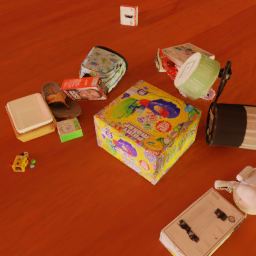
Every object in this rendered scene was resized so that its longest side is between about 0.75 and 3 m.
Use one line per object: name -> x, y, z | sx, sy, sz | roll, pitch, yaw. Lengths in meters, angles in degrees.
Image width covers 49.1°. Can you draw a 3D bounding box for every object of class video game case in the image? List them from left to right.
video game case -> 2.744, -3.466, 13.229 | 1.776, 0.231, 1.951 | -19, 40, -20

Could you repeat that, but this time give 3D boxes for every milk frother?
milk frother -> 4.051, -0.686, 9.369 | 2.459, 2.615, 2.360 | 6, 47, 5

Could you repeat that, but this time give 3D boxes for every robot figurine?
robot figurine -> 3.759, 1.836, 8.183 | 1.711, 0.966, 1.451 | -35, 88, -28

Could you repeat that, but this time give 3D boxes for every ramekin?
ramekin -> 2.243, -1.764, 9.340 | 0.744, 1.524, 1.524 | 31, 47, -15

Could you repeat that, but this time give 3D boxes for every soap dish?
soap dish -> -3.575, -0.390, 10.361 | 1.426, 0.736, 1.813 | -22, 52, -19

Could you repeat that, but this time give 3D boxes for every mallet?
mallet -> -1.222, -1.598, 10.717 | 1.264, 0.260, 0.416 | 38, 43, -19

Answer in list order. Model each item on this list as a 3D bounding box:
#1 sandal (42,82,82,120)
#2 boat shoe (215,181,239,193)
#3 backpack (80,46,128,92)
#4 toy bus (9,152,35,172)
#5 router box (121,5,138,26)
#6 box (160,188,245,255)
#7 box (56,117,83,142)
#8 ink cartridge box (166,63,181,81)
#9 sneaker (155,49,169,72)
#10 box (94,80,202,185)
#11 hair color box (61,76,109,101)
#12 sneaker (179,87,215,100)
sandal -> -2.722, -1.215, 10.979 | 1.091, 0.729, 2.669 | -25, 48, -16
boat shoe -> 3.102, 1.835, 8.641 | 0.803, 0.297, 0.343 | 5, 48, 7
backpack -> -1.157, -2.396, 11.745 | 1.847, 1.741, 2.264 | 26, 65, 4
toy bus -> -3.534, 1.071, 9.270 | 0.711, 0.390, 0.754 | -34, 57, -27
router box -> 0.066, -6.211, 15.462 | 0.912, 1.017, 0.248 | 11, 48, 11
box -> 2.001, 2.728, 7.605 | 2.066, 0.621, 1.205 | -32, 55, -26
box -> -2.140, 0.052, 10.210 | 0.784, 0.379, 0.692 | -17, 52, -14
ink cartridge box -> 2.440, -2.518, 12.605 | 1.107, 0.281, 1.257 | -17, 50, -16
sneaker -> 1.615, -3.125, 13.067 | 0.608, 0.552, 1.433 | 3, 55, -9
box -> 0.651, 0.041, 9.429 | 2.537, 1.547, 2.443 | 32, 56, 26
hair color box -> -1.593, -1.432, 10.355 | 1.580, 0.802, 0.484 | -1, 62, 28
sneaker -> 2.843, -1.618, 11.635 | 1.490, 0.599, 0.659 | 13, 42, 5
